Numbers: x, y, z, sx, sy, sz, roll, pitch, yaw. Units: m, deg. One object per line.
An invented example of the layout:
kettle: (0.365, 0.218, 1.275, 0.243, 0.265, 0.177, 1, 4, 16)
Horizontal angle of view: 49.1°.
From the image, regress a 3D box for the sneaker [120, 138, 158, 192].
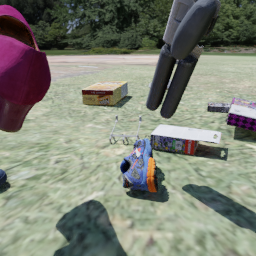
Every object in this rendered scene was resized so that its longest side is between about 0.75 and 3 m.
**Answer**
sneaker: (0.173, 0.656, 5.442, 0.667, 0.641, 1.701, -5, 16, 1)

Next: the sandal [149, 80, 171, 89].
sandal: (1.830, -2.275, 14.912, 1.487, 0.605, 0.365, -2, -23, -5)

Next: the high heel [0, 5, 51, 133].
high heel: (-1.456, -1.261, 3.828, 0.873, 1.245, 2.590, 6, 48, -37)

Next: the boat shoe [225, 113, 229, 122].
boat shoe: (3.329, -0.369, 9.052, 0.272, 0.323, 0.905, 14, 24, 19)

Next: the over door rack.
over door rack: (-0.039, 0.070, 7.529, 0.761, 0.343, 1.030, 2, 39, 8)

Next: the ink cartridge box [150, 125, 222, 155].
ink cartridge box: (1.423, 0.297, 6.883, 1.602, 0.403, 0.873, 8, 19, 20)

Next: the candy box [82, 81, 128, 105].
candy box: (-0.938, -1.581, 12.283, 1.375, 0.659, 2.382, 3, 19, 13)

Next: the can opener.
can opener: (0.680, -0.967, 4.230, 0.615, 2.337, 0.777, 32, 57, 14)

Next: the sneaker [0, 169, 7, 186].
sneaker: (-2.876, 0.860, 4.613, 1.694, 0.695, 0.594, -17, 24, -42)

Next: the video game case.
video game case: (4.126, -0.257, 8.015, 2.395, 0.429, 2.171, 16, 22, 18)

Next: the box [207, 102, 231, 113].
box: (3.441, -0.778, 10.516, 0.893, 0.222, 0.704, 5, 18, 15)
